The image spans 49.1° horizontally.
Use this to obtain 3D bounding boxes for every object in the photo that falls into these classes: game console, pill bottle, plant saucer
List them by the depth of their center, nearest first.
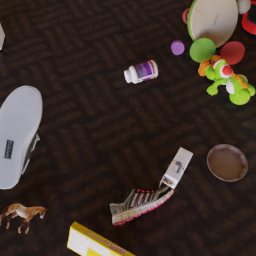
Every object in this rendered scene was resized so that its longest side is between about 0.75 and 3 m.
[{"bbox_3d":[2.711,0.973,7.730,1.089,0.188,1.089,0,62,0],"label":"plant saucer"},{"bbox_3d":[0.420,-1.789,9.024,1.003,0.564,0.564,-18,63,-10],"label":"pill bottle"},{"bbox_3d":[5.867,-4.189,10.477,2.916,0.453,2.578,17,57,9],"label":"game console"}]

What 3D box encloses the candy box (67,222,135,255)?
[{"bbox_3d":[-0.588,2.812,6.330,1.687,0.862,0.223,25,35,11],"label":"candy box"}]

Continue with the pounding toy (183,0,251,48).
[{"bbox_3d":[2.872,-4.025,9.781,2.470,1.907,1.146,-48,32,1],"label":"pounding toy"}]

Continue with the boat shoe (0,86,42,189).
[{"bbox_3d":[-2.298,0.176,6.020,0.822,0.761,2.227,12,99,-4],"label":"boat shoe"}]

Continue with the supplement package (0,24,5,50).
[{"bbox_3d":[-5.094,-3.229,9.542,1.412,0.826,0.828,-3,56,-3],"label":"supplement package"}]

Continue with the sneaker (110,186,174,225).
[{"bbox_3d":[0.295,1.750,7.037,1.731,0.638,0.757,-23,70,-7],"label":"sneaker"}]

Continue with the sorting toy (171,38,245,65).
[{"bbox_3d":[2.679,-2.780,9.609,2.412,0.836,0.831,6,37,2],"label":"sorting toy"}]

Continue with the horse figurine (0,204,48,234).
[{"bbox_3d":[-2.703,2.182,6.989,1.139,0.284,0.755,11,50,12],"label":"horse figurine"}]

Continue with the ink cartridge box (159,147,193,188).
[{"bbox_3d":[1.246,1.145,7.361,0.378,0.657,1.123,29,65,15],"label":"ink cartridge box"}]

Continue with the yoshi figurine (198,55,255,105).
[{"bbox_3d":[3.123,-1.393,8.772,1.085,1.089,1.938,9,34,-41],"label":"yoshi figurine"}]
